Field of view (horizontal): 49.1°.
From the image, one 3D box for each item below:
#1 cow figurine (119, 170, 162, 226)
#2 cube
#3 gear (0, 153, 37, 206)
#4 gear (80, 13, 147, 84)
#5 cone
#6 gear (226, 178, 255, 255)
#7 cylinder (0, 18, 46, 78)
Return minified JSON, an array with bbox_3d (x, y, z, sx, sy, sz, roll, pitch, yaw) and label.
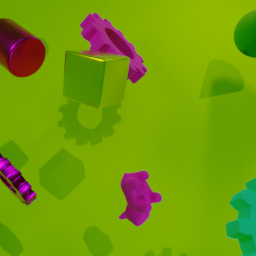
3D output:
[{"bbox_3d":[0.136,1.422,5.676,0.636,1.139,1.158,-32,97,-38],"label":"cow figurine"},{"bbox_3d":[-0.626,-1.000,5.529,0.918,0.918,0.918,19,113,24],"label":"cube"},{"bbox_3d":[-2.167,0.931,5.181,1.164,1.164,0.215,40,59,13],"label":"gear"},{"bbox_3d":[-0.326,-2.033,7.142,0.369,1.993,1.993,-39,72,24],"label":"gear"},{"bbox_3d":[3.672,-2.817,7.655,1.463,1.468,1.463,0,89,20],"label":"cone"},{"bbox_3d":[2.433,1.629,4.140,1.929,0.357,1.929,7,59,-12],"label":"gear"},{"bbox_3d":[-2.212,-1.560,5.475,0.856,0.856,0.856,37,74,21],"label":"cylinder"}]
